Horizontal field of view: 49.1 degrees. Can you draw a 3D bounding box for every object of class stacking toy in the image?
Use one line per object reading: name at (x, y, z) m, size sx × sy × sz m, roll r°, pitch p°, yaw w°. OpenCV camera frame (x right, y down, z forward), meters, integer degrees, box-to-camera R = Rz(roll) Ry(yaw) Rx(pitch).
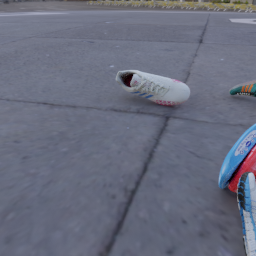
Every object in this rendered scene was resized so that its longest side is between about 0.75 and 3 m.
stacking toy at (2.598, 0.977, 4.372) m, size 2.168 × 1.190 × 1.258 m, roll 38°, pitch 82°, yaw 25°

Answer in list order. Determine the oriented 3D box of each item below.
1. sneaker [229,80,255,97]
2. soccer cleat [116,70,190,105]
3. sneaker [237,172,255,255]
sneaker at (3.884, -1.201, 9.005) m, size 1.227 × 0.490 × 0.438 m, roll -15°, pitch -13°, yaw 37°
soccer cleat at (0.679, -1.257, 8.617) m, size 2.382 × 0.832 × 1.028 m, roll 17°, pitch 3°, yaw 29°
sneaker at (1.800, 1.192, 3.773) m, size 0.527 × 1.217 × 0.456 m, roll -6°, pitch -8°, yaw 11°
